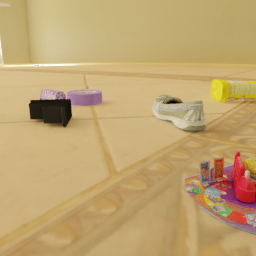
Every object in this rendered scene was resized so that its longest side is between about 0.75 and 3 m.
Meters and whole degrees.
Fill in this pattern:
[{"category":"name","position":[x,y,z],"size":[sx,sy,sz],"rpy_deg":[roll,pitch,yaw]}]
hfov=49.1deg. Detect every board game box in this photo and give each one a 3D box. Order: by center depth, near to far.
[{"category":"board game box","position":[2.335,0.804,4.568],"size":[2.697,0.525,2.131],"rpy_deg":[-9,18,-28]}]

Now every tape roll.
[{"category":"tape roll","position":[-1.875,-1.344,12.191],"size":[1.501,0.492,1.501],"rpy_deg":[-1,15,0]}]

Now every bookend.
[{"category":"bookend","position":[-2.559,-0.484,8.897],"size":[1.363,0.632,1.372],"rpy_deg":[-2,17,-3]}]

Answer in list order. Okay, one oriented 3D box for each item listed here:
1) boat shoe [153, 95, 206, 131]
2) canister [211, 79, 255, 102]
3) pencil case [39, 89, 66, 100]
[{"category":"boat shoe","position":[1.590,-0.663,9.008],"size":[1.042,0.907,2.828],"rpy_deg":[-4,16,-14]},{"category":"canister","position":[5.044,-1.716,12.788],"size":[2.073,0.897,1.540],"rpy_deg":[1,16,-2]},{"category":"pencil case","position":[-3.336,-1.395,12.271],"size":[1.382,0.580,0.591],"rpy_deg":[11,54,41]}]
